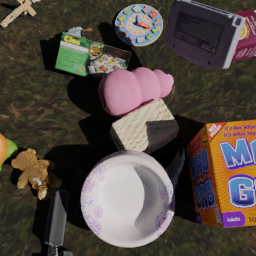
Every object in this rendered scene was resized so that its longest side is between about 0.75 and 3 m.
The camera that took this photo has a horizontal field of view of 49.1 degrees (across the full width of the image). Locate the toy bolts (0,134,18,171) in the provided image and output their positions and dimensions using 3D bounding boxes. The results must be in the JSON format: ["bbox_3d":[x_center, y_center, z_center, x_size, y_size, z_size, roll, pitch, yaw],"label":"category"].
[{"bbox_3d":[-5.650,0.945,9.122,2.752,1.998,2.881,34,76,10],"label":"toy bolts"}]

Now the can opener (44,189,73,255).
[{"bbox_3d":[-2.239,3.531,9.082,0.997,0.790,3.000,10,71,-33],"label":"can opener"}]

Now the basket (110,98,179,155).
[{"bbox_3d":[0.568,0.077,9.757,2.131,1.314,1.444,-29,75,-9],"label":"basket"}]

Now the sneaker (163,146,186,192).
[{"bbox_3d":[1.509,1.438,9.683,0.735,0.685,1.855,21,74,11],"label":"sneaker"}]

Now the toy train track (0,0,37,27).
[{"bbox_3d":[-4.488,-4.757,11.504,1.851,1.062,0.301,-35,50,8],"label":"toy train track"}]

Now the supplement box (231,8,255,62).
[{"bbox_3d":[4.432,-3.595,10.969,2.720,1.165,1.501,-15,73,-5],"label":"supplement box"}]

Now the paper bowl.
[{"bbox_3d":[0.017,2.093,8.793,2.801,1.457,2.801,0,94,4],"label":"paper bowl"}]

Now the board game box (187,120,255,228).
[{"bbox_3d":[3.578,1.456,8.569,2.735,2.737,2.735,-4,73,-1],"label":"board game box"}]

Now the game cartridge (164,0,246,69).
[{"bbox_3d":[2.287,-2.961,8.909,0.531,1.728,2.596,-16,42,-38],"label":"game cartridge"}]

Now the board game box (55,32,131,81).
[{"bbox_3d":[-1.331,-2.578,10.645,2.652,0.311,1.389,17,106,-2],"label":"board game box"}]

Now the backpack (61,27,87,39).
[{"bbox_3d":[-2.129,-3.455,11.090,1.015,0.892,0.778,-16,67,0],"label":"backpack"}]

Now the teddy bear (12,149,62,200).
[{"bbox_3d":[-3.147,1.615,9.729,1.858,0.620,1.347,29,82,1],"label":"teddy bear"}]

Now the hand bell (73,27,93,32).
[{"bbox_3d":[-1.853,-4.018,11.596,0.794,0.413,0.413,-15,73,-17],"label":"hand bell"}]

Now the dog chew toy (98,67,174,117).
[{"bbox_3d":[0.367,-1.406,10.106,2.728,1.699,1.699,-17,73,-14],"label":"dog chew toy"}]

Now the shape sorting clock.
[{"bbox_3d":[0.450,-4.289,11.603,1.986,0.390,1.986,0,72,0],"label":"shape sorting clock"}]
